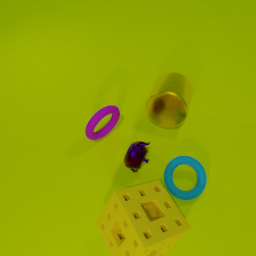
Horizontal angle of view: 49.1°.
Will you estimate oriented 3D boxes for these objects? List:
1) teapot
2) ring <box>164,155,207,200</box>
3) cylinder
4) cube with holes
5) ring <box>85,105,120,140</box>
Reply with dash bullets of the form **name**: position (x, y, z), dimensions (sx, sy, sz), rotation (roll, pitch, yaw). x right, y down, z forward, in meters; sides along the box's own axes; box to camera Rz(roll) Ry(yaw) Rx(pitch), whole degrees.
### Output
- **teapot**: position (0.255, 0.679, 6.883), dimensions (0.565, 1.153, 0.717), rotation (25, 38, 10)
- **ring**: position (1.398, 1.206, 6.823), dimensions (1.079, 0.216, 1.079), rotation (2, 76, -8)
- **cylinder**: position (1.162, -0.786, 7.715), dimensions (1.130, 1.130, 1.130), rotation (15, 41, 10)
- **cube with holes**: position (0.260, 1.967, 5.667), dimensions (1.169, 1.169, 1.169), rotation (-5, 48, -36)
- **ring**: position (-0.649, -0.129, 7.286), dimensions (1.124, 1.124, 0.225), rotation (-37, 67, -23)
